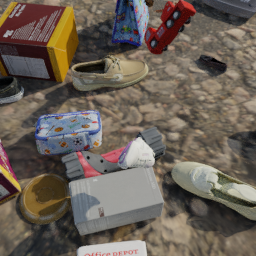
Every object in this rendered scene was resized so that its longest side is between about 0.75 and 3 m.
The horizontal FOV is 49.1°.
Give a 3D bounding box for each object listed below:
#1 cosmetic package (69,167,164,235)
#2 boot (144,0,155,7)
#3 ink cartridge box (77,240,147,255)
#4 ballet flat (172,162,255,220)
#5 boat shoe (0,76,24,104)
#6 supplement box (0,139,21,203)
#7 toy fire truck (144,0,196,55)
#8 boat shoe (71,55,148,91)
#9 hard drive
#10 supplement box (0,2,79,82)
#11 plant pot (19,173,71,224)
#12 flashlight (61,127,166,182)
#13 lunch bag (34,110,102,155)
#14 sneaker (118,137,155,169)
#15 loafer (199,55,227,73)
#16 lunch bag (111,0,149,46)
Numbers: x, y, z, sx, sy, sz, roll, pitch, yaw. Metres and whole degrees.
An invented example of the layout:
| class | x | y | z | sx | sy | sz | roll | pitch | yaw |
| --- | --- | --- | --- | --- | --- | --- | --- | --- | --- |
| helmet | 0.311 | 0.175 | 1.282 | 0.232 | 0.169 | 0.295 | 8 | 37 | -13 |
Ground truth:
| class | x | y | z | sx | sy | sz | roll | pitch | yaw |
| --- | --- | --- | --- | --- | --- | --- | --- | --- | --- |
| cosmetic package | -0.284 | 1.847 | 7.253 | 2.214 | 0.998 | 1.183 | -14 | 52 | -7 |
| boot | 0.739 | -3.912 | 8.596 | 0.583 | 0.597 | 1.583 | 53 | 29 | -11 |
| ink cartridge box | -0.267 | 3.668 | 5.972 | 1.546 | 0.893 | 2.126 | -5 | 54 | -3 |
| ballet flat | 2.493 | 1.535 | 7.468 | 2.740 | 0.952 | 0.952 | 22 | 57 | 15 |
| boat shoe | -5.023 | -1.221 | 9.553 | 2.740 | 0.776 | 0.940 | -13 | 55 | -9 |
| supplement box | -4.399 | 0.860 | 7.624 | 1.813 | 1.429 | 2.769 | -30 | 59 | -15 |
| toy fire truck | 1.017 | -3.065 | 7.185 | 0.489 | 2.007 | 1.415 | 4 | 53 | -39 |
| boat shoe | -0.625 | -2.071 | 10.074 | 2.829 | 0.919 | 1.020 | -11 | 55 | -8 |
| hard drive | 4.917 | -6.059 | 13.158 | 2.650 | 0.561 | 1.787 | 30 | 60 | 20 |
| supplement box | -3.417 | -3.248 | 10.490 | 2.441 | 1.621 | 2.408 | 7 | 55 | 5 |
| plant pot | -2.262 | 1.879 | 7.695 | 1.469 | 0.202 | 1.469 | 0 | 55 | 1 |
| flashlight | -0.388 | 0.753 | 8.030 | 2.900 | 0.982 | 0.986 | -22 | 60 | -13 |
| lunch bag | -1.805 | 0.051 | 8.471 | 2.024 | 0.765 | 1.621 | -5 | 32 | -6 |
| sneaker | 0.242 | 0.579 | 5.790 | 0.675 | 0.508 | 1.356 | 39 | 21 | 8 |
| loafer | 3.300 | -2.566 | 10.769 | 1.189 | 0.374 | 0.427 | 38 | 63 | 24 |
| lunch bag | 0.128 | -5.114 | 11.059 | 1.346 | 2.861 | 2.153 | 9 | 55 | 6 |
